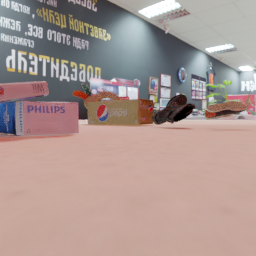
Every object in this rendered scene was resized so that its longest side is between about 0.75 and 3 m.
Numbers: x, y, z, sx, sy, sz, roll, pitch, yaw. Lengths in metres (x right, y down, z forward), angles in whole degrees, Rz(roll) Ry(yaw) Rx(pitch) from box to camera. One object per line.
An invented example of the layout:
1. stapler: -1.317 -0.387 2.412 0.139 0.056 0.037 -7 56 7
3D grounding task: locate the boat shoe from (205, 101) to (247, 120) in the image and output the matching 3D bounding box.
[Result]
1. boat shoe: 2.239 -0.389 6.434 0.974 0.305 0.347 -8 40 -7

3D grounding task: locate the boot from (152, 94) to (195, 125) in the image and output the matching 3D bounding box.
1. boot: 1.360 -0.483 7.345 1.371 0.475 1.194 -41 13 -21

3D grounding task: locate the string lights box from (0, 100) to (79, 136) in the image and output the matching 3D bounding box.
1. string lights box: -1.660 -0.172 4.709 0.895 0.513 1.742 -2 3 -41

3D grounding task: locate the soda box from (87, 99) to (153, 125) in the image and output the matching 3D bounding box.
1. soda box: -0.339 -0.562 10.366 2.632 0.891 0.843 1 2 42

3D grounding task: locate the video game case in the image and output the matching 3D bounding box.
1. video game case: -2.465 -0.255 3.130 1.928 0.243 2.693 -5 10 19

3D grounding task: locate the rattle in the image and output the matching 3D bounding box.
1. rattle: -1.300 -1.117 12.770 2.277 1.483 1.627 22 14 -1
